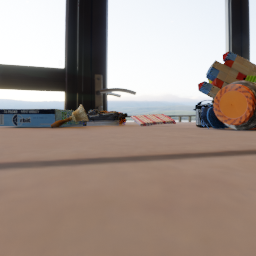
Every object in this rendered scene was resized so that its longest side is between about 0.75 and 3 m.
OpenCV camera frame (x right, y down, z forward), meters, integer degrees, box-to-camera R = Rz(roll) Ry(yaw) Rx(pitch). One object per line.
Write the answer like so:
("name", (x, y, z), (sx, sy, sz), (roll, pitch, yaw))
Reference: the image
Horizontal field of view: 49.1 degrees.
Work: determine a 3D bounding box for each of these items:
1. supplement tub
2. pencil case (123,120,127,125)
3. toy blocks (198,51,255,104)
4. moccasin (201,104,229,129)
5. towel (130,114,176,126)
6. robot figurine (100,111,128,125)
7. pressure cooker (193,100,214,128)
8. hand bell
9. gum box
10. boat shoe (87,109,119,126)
("supplement tub", (2.951, -0.536, 6.829), (1.881, 1.152, 1.152), (-3, 3, -45))
("pencil case", (-0.563, -0.382, 14.996), (0.991, 0.423, 0.416), (0, 1, -35))
("toy blocks", (3.171, -1.554, 9.032), (1.527, 2.233, 1.116), (29, -17, 4))
("moccasin", (2.233, -0.226, 7.399), (0.521, 0.615, 1.527), (15, -2, 39))
("towel", (0.983, -0.296, 11.152), (1.556, 0.233, 1.139), (-5, 17, -18))
("robot figurine", (-0.817, -0.475, 13.615), (1.689, 0.678, 2.330), (0, 1, 4))
("pressure cooker", (2.522, -0.454, 8.894), (0.772, 0.877, 0.784), (-1, 2, -21))
("hand bell", (-1.720, -0.238, 8.083), (1.045, 0.544, 0.544), (-24, 8, -14))
("gum box", (-2.913, -0.325, 9.633), (2.215, 0.581, 2.607), (0, 2, 12))
("boat shoe", (-1.379, -0.444, 11.717), (2.077, 0.704, 0.745), (0, 2, 15))
